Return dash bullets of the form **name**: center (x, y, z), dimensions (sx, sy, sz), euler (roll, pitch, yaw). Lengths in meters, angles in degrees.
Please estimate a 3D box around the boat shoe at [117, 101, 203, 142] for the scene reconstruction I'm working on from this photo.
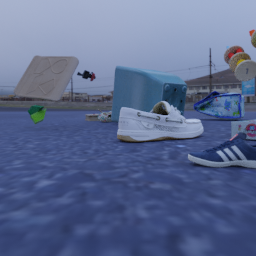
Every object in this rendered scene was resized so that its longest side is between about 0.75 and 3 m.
- **boat shoe**: center (0.841, -0.182, 6.269), dimensions (2.415, 0.837, 0.855), euler (-3, 5, -39)

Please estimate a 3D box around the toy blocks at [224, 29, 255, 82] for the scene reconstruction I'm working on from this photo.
- **toy blocks**: center (3.124, -2.092, 7.286), dimensions (0.579, 1.329, 1.595), euler (27, 32, -17)

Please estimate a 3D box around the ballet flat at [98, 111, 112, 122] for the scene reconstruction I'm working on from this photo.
- **ballet flat**: center (-0.935, -0.477, 13.402), dimensions (0.499, 0.590, 1.561), euler (32, 19, 15)

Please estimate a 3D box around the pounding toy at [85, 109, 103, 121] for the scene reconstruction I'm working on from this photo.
- **pounding toy**: center (-1.675, -0.691, 14.560), dimensions (1.111, 0.637, 0.635), euler (-2, 9, -22)

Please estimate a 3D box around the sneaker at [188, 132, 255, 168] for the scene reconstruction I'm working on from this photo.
- **sneaker**: center (1.223, 0.249, 3.384), dimensions (0.974, 0.412, 0.365), euler (0, 4, 8)

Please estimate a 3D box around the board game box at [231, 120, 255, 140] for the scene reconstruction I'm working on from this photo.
- **board game box**: center (3.078, 0.037, 6.303), dimensions (1.296, 0.417, 0.956), euler (-5, 6, -43)

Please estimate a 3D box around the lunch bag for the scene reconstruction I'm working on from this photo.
- **lunch bag**: center (5.111, -1.212, 15.626), dimensions (2.488, 1.585, 2.115), euler (-3, 0, 28)

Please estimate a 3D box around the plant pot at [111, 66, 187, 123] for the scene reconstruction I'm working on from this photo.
- **plant pot**: center (1.041, -1.231, 11.596), dimensions (2.385, 2.392, 2.436), euler (-3, 14, -40)

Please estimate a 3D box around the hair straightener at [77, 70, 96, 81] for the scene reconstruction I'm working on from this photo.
- **hair straightener**: center (-1.106, -1.462, 7.522), dimensions (0.486, 0.258, 1.262), euler (20, 13, -6)

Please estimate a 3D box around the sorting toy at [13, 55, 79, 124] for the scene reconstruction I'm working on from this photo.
- **sorting toy**: center (-2.756, -1.279, 8.967), dimensions (1.833, 2.480, 0.365), euler (11, -24, 25)
